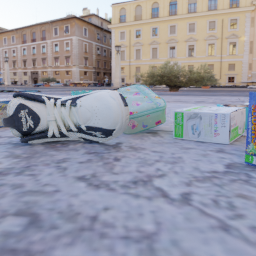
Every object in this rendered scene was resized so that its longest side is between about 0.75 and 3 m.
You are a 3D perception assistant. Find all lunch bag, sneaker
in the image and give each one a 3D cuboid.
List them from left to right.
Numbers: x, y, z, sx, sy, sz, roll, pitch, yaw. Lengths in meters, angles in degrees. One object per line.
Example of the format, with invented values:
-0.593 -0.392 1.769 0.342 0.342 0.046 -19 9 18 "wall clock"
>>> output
-1.497 -0.190 5.844 2.889 1.153 1.880 9 14 44 "sneaker"
0.200 -0.626 7.905 1.461 0.702 1.821 -18 35 -15 "lunch bag"

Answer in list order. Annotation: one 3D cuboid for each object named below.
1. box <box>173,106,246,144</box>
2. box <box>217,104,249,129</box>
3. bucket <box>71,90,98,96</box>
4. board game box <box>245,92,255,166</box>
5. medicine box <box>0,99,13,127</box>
2.021 -0.146 6.845 1.334 0.731 1.512 6 11 33 "box"
4.126 -0.352 8.389 2.712 0.667 1.116 1 9 8 "box"
-1.682 -1.090 11.991 1.569 1.021 1.569 -1 9 0 "bucket"
2.706 -0.045 4.798 1.739 1.177 0.300 -6 10 -30 "board game box"
-4.505 -0.474 8.624 1.608 0.828 1.465 3 9 12 "medicine box"
